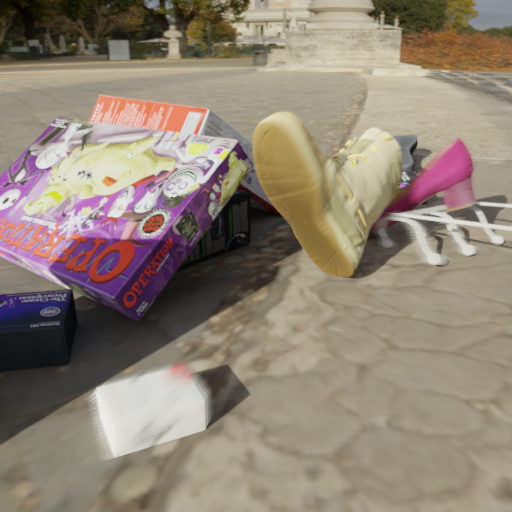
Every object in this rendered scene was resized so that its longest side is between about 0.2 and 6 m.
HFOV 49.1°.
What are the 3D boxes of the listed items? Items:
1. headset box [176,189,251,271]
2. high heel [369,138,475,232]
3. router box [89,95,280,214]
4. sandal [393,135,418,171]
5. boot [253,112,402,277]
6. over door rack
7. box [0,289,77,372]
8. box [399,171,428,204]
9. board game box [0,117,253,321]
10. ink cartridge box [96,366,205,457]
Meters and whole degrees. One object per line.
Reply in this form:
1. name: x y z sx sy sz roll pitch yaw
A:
1. headset box: -1.439 -0.575 9.289 1.810 0.964 2.079 20 30 39
2. high heel: 2.439 -1.185 9.602 2.426 1.166 0.818 -15 23 15
3. router box: -1.131 -1.873 10.641 2.771 0.754 3.088 17 -5 36
4. sandal: 3.724 -2.599 14.821 0.997 0.561 2.622 1 31 19
5. boot: 1.157 -1.298 8.006 0.974 2.675 2.079 4 48 46
6. over door rack: 3.582 -0.468 8.718 2.010 0.906 2.721 -13 5 -37
7. box: -2.853 0.861 6.476 1.383 0.545 0.976 -4 26 -10
8. box: 2.576 -1.530 12.333 2.117 0.382 1.514 0 23 4
9. board game box: -2.520 -0.864 8.487 4.542 0.733 2.726 16 66 38
10. ink cartridge box: -1.000 1.445 5.287 0.877 0.364 0.644 -10 25 -23
